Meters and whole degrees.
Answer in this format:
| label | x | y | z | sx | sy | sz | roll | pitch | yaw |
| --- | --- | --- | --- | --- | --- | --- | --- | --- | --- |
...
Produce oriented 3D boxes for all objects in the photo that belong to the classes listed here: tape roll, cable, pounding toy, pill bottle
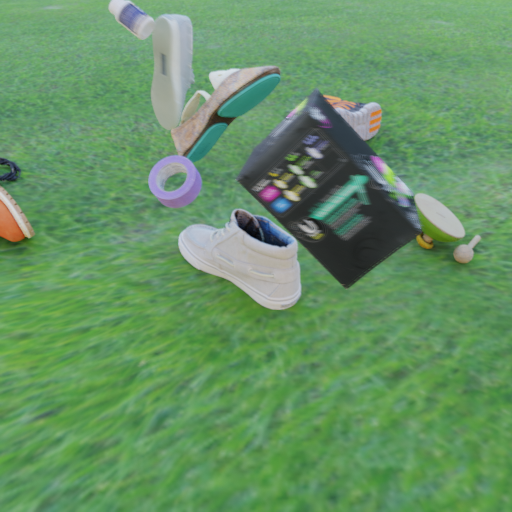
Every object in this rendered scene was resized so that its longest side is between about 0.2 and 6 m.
| label | x | y | z | sx | sy | sz | roll | pitch | yaw |
| --- | --- | --- | --- | --- | --- | --- | --- | --- | --- |
| tape roll | -1.428 | -1.307 | 9.895 | 0.866 | 0.368 | 0.866 | -5 | 69 | 13 |
| cable | -6.307 | -2.054 | 13.647 | 0.966 | 0.301 | 1.184 | -28 | 45 | -27 |
| pounding toy | 3.533 | -0.448 | 11.065 | 1.575 | 0.731 | 1.216 | 42 | 33 | 7 |
| pill bottle | -2.341 | -4.463 | 10.473 | 0.802 | 0.445 | 0.445 | 39 | 43 | 5 |

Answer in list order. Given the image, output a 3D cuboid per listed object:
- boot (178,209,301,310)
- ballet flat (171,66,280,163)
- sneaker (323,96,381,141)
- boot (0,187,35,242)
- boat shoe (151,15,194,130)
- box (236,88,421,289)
| label | x | y | z | sx | sy | sz | roll | pitch | yaw |
| --- | --- | --- | --- | --- | --- | --- | --- | --- | --- |
| boot | -0.337 | -0.282 | 10.017 | 2.915 | 1.393 | 1.072 | 28 | 43 | 34 |
| ballet flat | -0.722 | -2.837 | 10.415 | 0.933 | 2.740 | 0.921 | -14 | 72 | -55 |
| sneaker | 1.824 | -3.515 | 15.093 | 1.858 | 1.286 | 3.316 | 21 | 29 | 34 |
| boot | -5.729 | -0.742 | 11.191 | 2.939 | 1.103 | 1.576 | 22 | 53 | 29 |
| boat shoe | -1.747 | -4.050 | 12.458 | 0.870 | 2.493 | 0.888 | 32 | 42 | 31 |
| box | 0.923 | -0.862 | 6.947 | 1.931 | 1.200 | 1.434 | 44 | 25 | -11 |
